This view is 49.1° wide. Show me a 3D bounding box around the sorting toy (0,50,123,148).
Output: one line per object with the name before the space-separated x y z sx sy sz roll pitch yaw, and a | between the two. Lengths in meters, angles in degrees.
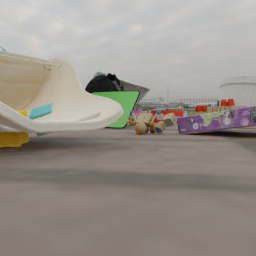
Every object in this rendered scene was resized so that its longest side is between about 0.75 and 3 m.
sorting toy | -1.307 -0.312 3.096 2.207 1.310 2.452 12 8 37

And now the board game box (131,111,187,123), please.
board game box | 1.410 -0.542 13.205 2.589 0.522 1.981 1 3 16

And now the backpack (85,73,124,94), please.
backpack | -0.777 -0.856 9.634 1.288 1.698 2.035 -4 -3 7

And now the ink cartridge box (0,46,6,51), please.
ink cartridge box | -3.416 -1.284 6.721 1.226 2.090 2.854 -40 -5 0

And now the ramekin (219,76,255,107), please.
ramekin | 4.030 -0.812 8.953 2.255 1.184 2.255 10 0 0

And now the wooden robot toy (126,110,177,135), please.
wooden robot toy | 0.344 -0.007 5.196 1.088 0.479 0.494 2 39 31

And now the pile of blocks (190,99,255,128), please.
pile of blocks | 2.898 -0.449 8.393 1.076 0.814 2.621 -1 4 -25

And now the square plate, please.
square plate | -0.711 -1.132 10.589 2.287 0.325 2.265 13 -41 -33

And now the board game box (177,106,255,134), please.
board game box | 2.366 -0.205 4.851 2.596 0.419 1.558 -8 -8 43

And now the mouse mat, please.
mouse mat | -0.608 -0.547 7.898 1.754 1.411 0.066 3 -38 28
